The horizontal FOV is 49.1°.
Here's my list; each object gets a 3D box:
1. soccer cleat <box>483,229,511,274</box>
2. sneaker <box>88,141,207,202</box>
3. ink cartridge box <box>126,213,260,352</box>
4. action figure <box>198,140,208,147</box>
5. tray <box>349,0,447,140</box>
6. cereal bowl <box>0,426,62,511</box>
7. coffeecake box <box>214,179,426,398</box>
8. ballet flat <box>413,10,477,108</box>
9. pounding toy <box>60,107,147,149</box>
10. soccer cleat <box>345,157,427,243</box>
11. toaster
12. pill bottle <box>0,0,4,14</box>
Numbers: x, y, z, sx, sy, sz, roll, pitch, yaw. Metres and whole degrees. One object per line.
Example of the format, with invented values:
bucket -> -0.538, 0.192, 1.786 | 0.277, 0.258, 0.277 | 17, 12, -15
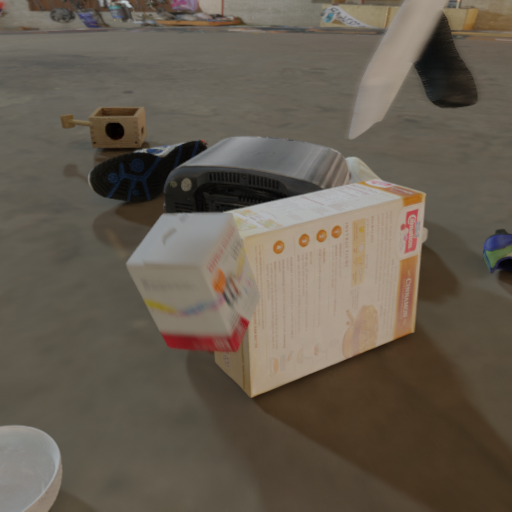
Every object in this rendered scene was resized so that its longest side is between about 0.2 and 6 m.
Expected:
soccer cleat -> 4.160, 0.113, 7.959 | 1.811, 0.586, 0.758 | 8, 58, 7
sneaker -> -2.122, -1.624, 11.013 | 2.516, 0.952, 0.969 | -18, 14, -35
ink cartridge box -> -0.445, 0.193, 4.290 | 0.639, 0.884, 0.642 | 0, 41, 24
action figure -> -1.352, -2.533, 13.183 | 0.715, 0.374, 0.692 | 20, 42, 32
tray -> 1.985, -2.873, 6.961 | 0.319, 2.880, 1.546 | 28, -10, 9
cereal bowl -> -2.067, 1.878, 4.422 | 1.068, 0.445, 1.068 | -1, 27, 0
coffeecake box -> 0.683, 0.257, 6.103 | 2.281, 1.751, 0.834 | -15, 26, -27
ballet flat -> 2.984, -3.194, 9.052 | 0.659, 0.771, 2.319 | 11, 56, -15
pounding toy -> -3.719, -3.004, 13.534 | 1.872, 0.857, 1.645 | -1, 27, -2
soccer cleat -> 2.011, -0.876, 9.454 | 1.018, 0.910, 2.626 | 1, 34, -8
toaster -> 0.218, -0.766, 8.142 | 2.885, 1.639, 1.863 | 8, 33, 17
pill bottle -> -2.299, -2.085, 4.431 | 0.550, 0.550, 0.987 | -21, -4, -36
